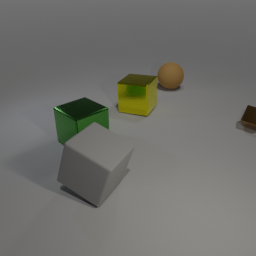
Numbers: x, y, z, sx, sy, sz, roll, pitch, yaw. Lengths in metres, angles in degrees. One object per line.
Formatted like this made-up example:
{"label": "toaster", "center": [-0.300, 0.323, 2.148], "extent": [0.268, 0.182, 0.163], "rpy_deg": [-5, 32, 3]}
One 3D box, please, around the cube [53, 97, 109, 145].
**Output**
{"label": "cube", "center": [-1.636, -0.110, 10.043], "extent": [1.400, 1.400, 1.400], "rpy_deg": [-25, 37, -37]}

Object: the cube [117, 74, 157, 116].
{"label": "cube", "center": [0.445, -1.526, 12.569], "extent": [1.400, 1.400, 1.400], "rpy_deg": [9, 30, 21]}

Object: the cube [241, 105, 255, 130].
{"label": "cube", "center": [4.930, -0.376, 10.960], "extent": [0.700, 0.700, 0.700], "rpy_deg": [24, -5, 34]}

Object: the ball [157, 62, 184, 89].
{"label": "ball", "center": [2.266, -2.783, 14.903], "extent": [1.400, 1.400, 1.400], "rpy_deg": [0, 29, 0]}

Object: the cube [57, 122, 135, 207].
{"label": "cube", "center": [-0.871, 0.946, 7.652], "extent": [1.400, 1.400, 1.400], "rpy_deg": [29, 34, 13]}
